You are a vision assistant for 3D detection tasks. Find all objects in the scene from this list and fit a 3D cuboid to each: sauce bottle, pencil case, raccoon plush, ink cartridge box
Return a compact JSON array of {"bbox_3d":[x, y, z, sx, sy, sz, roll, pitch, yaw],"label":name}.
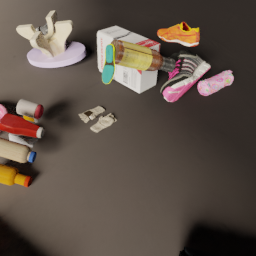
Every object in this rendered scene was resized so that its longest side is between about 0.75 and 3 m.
[{"bbox_3d":[0.469,-2.060,8.382,2.217,0.732,0.732,7,34,-33],"label":"sauce bottle"},{"bbox_3d":[3.192,-1.646,10.142,1.412,0.617,0.617,-25,47,-25],"label":"pencil case"},{"bbox_3d":[-4.121,-4.639,13.823,1.233,0.597,0.826,-8,48,31],"label":"raccoon plush"},{"bbox_3d":[-0.044,-2.582,10.378,0.970,1.671,2.317,-31,50,-34],"label":"ink cartridge box"}]

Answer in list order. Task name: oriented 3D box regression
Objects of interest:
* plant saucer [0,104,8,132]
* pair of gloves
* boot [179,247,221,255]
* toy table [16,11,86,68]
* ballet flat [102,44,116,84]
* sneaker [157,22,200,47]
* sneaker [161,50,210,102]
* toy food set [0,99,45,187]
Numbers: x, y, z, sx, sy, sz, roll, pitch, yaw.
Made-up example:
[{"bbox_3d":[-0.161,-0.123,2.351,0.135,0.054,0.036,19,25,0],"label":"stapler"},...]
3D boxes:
[{"bbox_3d":[-4.539,-0.127,8.493,1.789,0.453,1.789,0,42,0],"label":"plant saucer"},{"bbox_3d":[-0.954,-0.327,8.928,0.904,0.186,1.064,-29,49,-30],"label":"pair of gloves"},{"bbox_3d":[1.739,2.836,4.401,1.905,0.866,2.267,5,15,4],"label":"boot"},{"bbox_3d":[-3.116,-3.539,11.374,2.548,1.492,2.343,-8,47,6],"label":"toy table"},{"bbox_3d":[-0.426,-1.546,6.800,0.318,0.953,0.320,10,13,15],"label":"ballet flat"},{"bbox_3d":[1.554,-2.922,8.563,0.607,0.641,1.662,-19,32,-34],"label":"sneaker"},{"bbox_3d":[1.782,-1.941,9.798,1.296,1.093,2.963,46,47,4],"label":"sneaker"},{"bbox_3d":[-2.694,0.235,7.533,1.176,1.248,2.614,17,42,1],"label":"toy food set"}]
